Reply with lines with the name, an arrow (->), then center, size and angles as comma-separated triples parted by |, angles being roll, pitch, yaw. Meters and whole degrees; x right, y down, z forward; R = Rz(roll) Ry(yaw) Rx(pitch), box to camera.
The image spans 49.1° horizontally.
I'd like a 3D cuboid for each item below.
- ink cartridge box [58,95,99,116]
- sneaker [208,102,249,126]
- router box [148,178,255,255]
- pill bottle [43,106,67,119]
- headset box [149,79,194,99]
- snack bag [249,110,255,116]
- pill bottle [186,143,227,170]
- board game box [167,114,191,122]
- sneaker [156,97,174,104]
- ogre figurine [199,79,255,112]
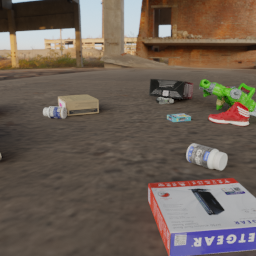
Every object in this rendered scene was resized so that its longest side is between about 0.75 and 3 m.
ink cartridge box -> -2.314, -1.083, 12.926 | 1.482, 0.676, 1.799 | -8, 17, -23
sneaker -> 3.886, -0.619, 10.771 | 1.530, 0.884, 0.599 | 9, 20, 29
router box -> 1.276, 1.348, 4.528 | 1.654, 0.404, 1.484 | -2, 15, -7
pill bottle -> -3.050, -0.649, 11.691 | 0.897, 0.498, 0.498 | 3, 16, 12
headset box -> 2.536, -2.193, 15.905 | 1.919, 0.968, 2.582 | 9, 9, 24
snack bag -> 6.057, -0.674, 12.421 | 1.428, 0.162, 1.515 | -8, 17, -26
pill bottle -> 1.897, 0.700, 6.751 | 0.497, 0.497, 0.873 | -14, 20, -41
board game box -> 2.079, -0.423, 11.458 | 0.784, 0.184, 0.592 | -5, 16, -18
sneaker -> 1.997, -1.448, 15.060 | 0.959, 0.360, 0.554 | 8, 7, 16
ogre figurine -> 4.511, -1.352, 12.292 | 1.730, 1.415, 2.885 | 27, -14, 49
